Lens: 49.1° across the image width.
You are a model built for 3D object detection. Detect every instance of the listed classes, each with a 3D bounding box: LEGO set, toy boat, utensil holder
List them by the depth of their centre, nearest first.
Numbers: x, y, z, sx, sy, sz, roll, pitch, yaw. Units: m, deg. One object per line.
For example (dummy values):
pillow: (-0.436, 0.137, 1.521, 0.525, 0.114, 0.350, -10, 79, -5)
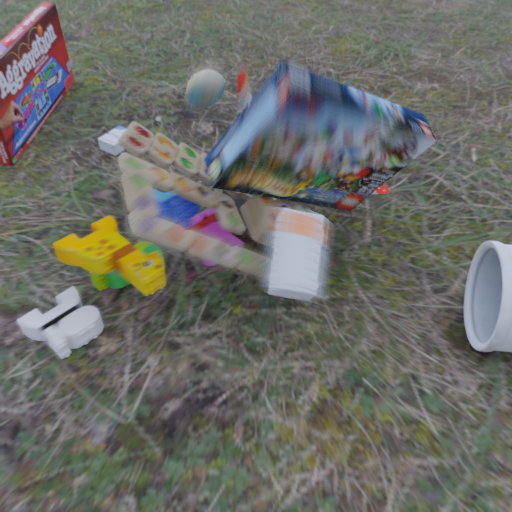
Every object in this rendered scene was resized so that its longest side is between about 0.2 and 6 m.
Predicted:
utensil holder: (4.451, 0.713, 8.573, 2.001, 1.700, 1.700, 6, 43, 2)
toy boat: (-0.600, -2.673, 9.100, 1.046, 0.879, 0.486, -8, 83, -12)
LEGO set: (-1.756, 0.106, 9.265, 4.184, 1.596, 1.717, -35, 52, -30)

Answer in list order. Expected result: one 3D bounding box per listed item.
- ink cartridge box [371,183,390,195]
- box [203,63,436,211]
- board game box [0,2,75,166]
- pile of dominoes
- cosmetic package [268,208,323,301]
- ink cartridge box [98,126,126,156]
ink cartridge box: (2.429, -1.578, 12.087, 0.793, 0.199, 0.638, -6, 44, -4)
box: (1.114, -1.806, 9.520, 3.329, 2.274, 0.627, 5, 57, -37)
board game box: (-5.471, -4.265, 13.493, 0.410, 2.170, 4.215, 2, 43, 5)
pile of dominoes: (-0.470, -1.016, 9.467, 3.899, 0.621, 3.039, 20, 35, -39)
cosmetic package: (0.603, -0.019, 8.448, 0.645, 0.453, 1.271, 10, 72, -8)
ink cartridge box: (-3.271, -2.721, 13.211, 0.530, 0.306, 0.731, 25, 48, 24)
